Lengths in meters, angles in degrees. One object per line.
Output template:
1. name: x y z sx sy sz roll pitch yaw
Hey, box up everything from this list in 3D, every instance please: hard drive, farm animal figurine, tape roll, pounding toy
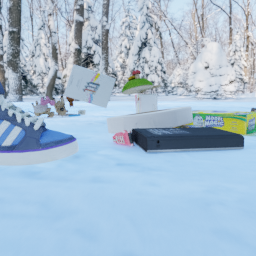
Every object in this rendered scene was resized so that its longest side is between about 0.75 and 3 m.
1. hard drive: 1.360 0.243 6.816 2.278 0.375 1.590 -1 7 -11
2. farm animal figurine: -3.974 -1.042 14.994 1.897 1.181 2.350 -12 5 39
3. tape roll: 0.675 -0.270 8.983 2.779 0.508 2.779 -8 4 1
4. pounding toy: 0.459 -2.045 12.336 1.375 0.827 1.781 -15 -4 37

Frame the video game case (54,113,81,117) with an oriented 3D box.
1. video game case: -3.547 -0.756 16.292 1.286 0.114 0.920 4 7 33

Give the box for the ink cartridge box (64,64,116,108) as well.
1. ink cartridge box: -1.549 -1.691 11.339 1.749 1.265 1.271 17 8 -15

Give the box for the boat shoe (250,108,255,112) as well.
1. boat shoe: 6.702 -0.594 12.752 2.198 0.626 0.735 4 8 30

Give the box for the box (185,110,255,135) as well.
1. box: 3.291 -0.242 9.669 2.900 0.702 1.702 8 11 40

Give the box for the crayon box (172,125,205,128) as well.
1. crayon box: 1.719 0.101 8.303 1.208 0.312 0.760 -3 7 -18

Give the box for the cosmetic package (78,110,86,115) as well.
1. cosmetic package: -2.864 -0.975 17.398 0.401 0.283 0.775 0 6 -1

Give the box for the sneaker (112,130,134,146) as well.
1. sneaker: -0.142 0.292 6.953 0.441 0.374 1.016 -14 5 -12

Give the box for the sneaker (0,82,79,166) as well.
1. sneaker: -2.320 -0.383 5.234 2.720 1.991 1.096 -1 7 -9

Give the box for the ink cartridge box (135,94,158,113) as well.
1. ink cartridge box: 0.827 -0.957 12.994 0.735 1.280 1.763 -3 6 -7
